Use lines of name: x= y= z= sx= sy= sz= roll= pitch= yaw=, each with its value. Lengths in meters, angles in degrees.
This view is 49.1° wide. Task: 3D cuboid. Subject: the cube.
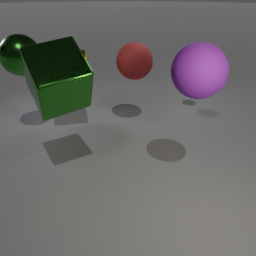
cube: x=-1.842 y=-1.290 z=7.352 sx=1.400 sy=1.400 sz=1.400 roll=-20 pitch=65 yaw=-21

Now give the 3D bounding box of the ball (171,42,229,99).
ball: x=1.780 y=-1.426 z=7.016 sx=1.400 sy=1.400 sz=1.400 roll=0 pitch=28 yaw=0

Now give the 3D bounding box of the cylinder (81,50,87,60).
cylinder: x=-2.251 y=-2.151 z=10.241 sx=1.400 sy=1.400 sz=1.400 roll=-3 pitch=28 yaw=-14

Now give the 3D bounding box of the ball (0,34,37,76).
ball: x=-3.696 y=-2.494 z=9.609 sx=1.400 sy=1.400 sz=1.400 roll=0 pitch=28 yaw=0

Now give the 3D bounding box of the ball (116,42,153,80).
ball: x=0.253 y=-2.544 z=10.700 sx=1.400 sy=1.400 sz=1.400 roll=0 pitch=28 yaw=0
